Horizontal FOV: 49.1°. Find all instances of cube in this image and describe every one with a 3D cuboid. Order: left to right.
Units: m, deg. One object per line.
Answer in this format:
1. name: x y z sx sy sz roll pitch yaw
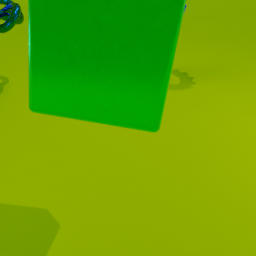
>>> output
1. cube: -0.154 -0.708 2.446 1.052 1.052 1.052 10 24 2

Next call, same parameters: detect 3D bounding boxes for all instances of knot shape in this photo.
1. knot shape: -3.636 -3.335 8.116 1.545 0.714 1.445 12 38 9

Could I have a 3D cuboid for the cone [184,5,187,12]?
1. cone: 1.562 -3.763 9.464 1.133 1.129 1.129 -42 44 4
